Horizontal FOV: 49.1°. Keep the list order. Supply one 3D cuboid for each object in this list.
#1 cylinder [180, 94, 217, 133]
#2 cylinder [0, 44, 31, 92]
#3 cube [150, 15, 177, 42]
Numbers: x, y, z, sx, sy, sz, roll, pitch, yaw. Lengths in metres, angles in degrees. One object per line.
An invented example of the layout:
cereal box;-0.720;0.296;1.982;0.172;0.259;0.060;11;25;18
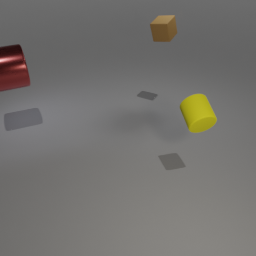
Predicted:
cylinder;1.702;-0.353;6.837;0.700;0.700;0.700;-8;58;-13
cylinder;-4.076;-1.930;9.172;1.400;1.400;1.400;-16;34;-20
cube;1.325;-3.660;10.321;0.700;0.700;0.700;13;49;32
